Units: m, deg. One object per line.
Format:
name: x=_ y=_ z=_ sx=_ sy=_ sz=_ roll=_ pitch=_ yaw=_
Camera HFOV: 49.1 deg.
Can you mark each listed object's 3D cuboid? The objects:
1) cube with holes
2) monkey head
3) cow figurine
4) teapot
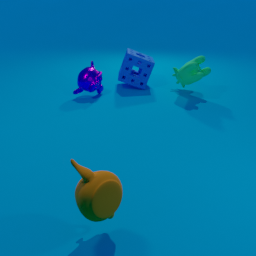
cube with holes: x=0.281 y=-2.144 z=10.096 sx=1.002 sy=1.002 sz=1.002 roll=18 pitch=24 yaw=-9
monkey head: x=-1.238 y=-1.537 z=9.314 sx=0.789 sy=0.942 sz=1.309 roll=24 pitch=77 yaw=19
cow figurine: x=1.960 y=-1.788 z=9.313 sx=1.487 sy=0.829 sz=1.511 roll=-22 pitch=10 yaw=43
teapot: x=-0.456 y=0.888 z=3.900 sx=0.549 sy=1.122 sz=0.698 roll=11 pitch=44 yaw=47
